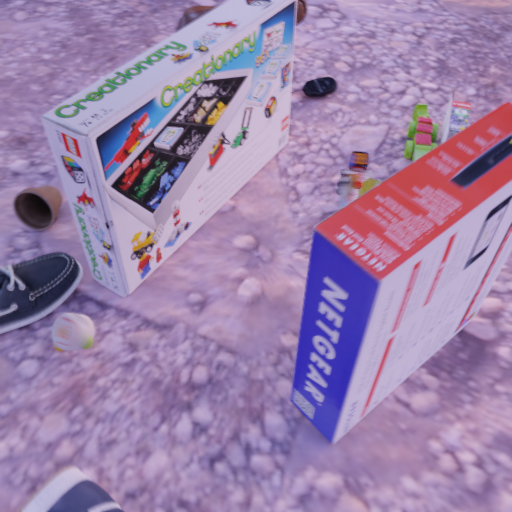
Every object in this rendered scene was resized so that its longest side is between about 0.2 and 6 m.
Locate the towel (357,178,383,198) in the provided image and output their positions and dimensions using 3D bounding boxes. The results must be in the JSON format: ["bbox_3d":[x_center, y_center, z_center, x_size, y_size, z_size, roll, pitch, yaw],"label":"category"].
[{"bbox_3d":[2.131,-0.831,10.003,1.137,0.180,1.584,19,50,16],"label":"towel"}]

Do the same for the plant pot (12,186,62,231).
[{"bbox_3d":[-3.722,-0.911,9.783,0.763,0.763,0.665,8,30,8],"label":"plant pot"}]

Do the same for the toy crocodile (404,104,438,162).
[{"bbox_3d":[3.312,-2.369,11.163,0.599,0.548,1.775,10,49,9],"label":"toy crocodile"}]

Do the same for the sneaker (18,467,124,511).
[{"bbox_3d":[-2.220,3.486,5.563,1.385,0.895,2.554,23,48,22],"label":"sneaker"}]

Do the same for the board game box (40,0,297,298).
[{"bbox_3d":[-0.971,-1.987,9.080,0.847,3.088,4.892,27,52,22],"label":"board game box"}]

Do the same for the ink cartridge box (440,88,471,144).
[{"bbox_3d":[3.932,-2.516,11.065,0.409,0.886,1.625,13,49,12],"label":"ink cartridge box"}]

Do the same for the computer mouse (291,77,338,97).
[{"bbox_3d":[0.992,-3.633,12.563,1.754,0.298,0.514,-14,58,-5],"label":"computer mouse"}]

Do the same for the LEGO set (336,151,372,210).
[{"bbox_3d":[1.265,-0.274,7.687,0.581,2.367,1.768,8,16,2],"label":"LEGO set"}]

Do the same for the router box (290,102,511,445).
[{"bbox_3d":[1.893,0.335,6.692,3.095,3.448,0.842,-32,57,-26],"label":"router box"}]

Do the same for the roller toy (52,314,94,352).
[{"bbox_3d":[-2.604,1.077,7.906,0.559,0.391,0.510,-13,75,22],"label":"roller toy"}]

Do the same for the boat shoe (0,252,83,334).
[{"bbox_3d":[-3.801,0.617,8.207,2.578,0.778,0.975,-36,57,-25],"label":"boat shoe"}]

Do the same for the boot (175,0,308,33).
[{"bbox_3d":[-0.476,-4.411,11.892,3.112,1.072,3.339,-6,43,13],"label":"boot"}]
